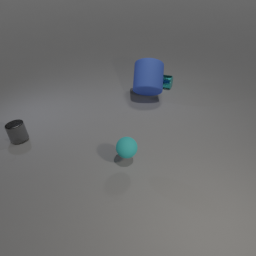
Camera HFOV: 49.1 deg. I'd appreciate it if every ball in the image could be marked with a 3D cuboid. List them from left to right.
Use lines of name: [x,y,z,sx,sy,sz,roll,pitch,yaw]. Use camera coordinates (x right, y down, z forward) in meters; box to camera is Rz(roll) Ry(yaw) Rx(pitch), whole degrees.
ball: [-0.043,0.630,9.034,0.700,0.700,0.700,0,32,0]

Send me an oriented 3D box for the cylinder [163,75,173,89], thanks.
cylinder: [1.984,-2.478,14.936,0.700,0.700,0.700,12,34,18]

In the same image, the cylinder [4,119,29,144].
cylinder: [-4.235,0.137,10.676,0.700,0.700,0.700,-7,30,4]

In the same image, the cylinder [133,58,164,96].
cylinder: [0.970,-2.394,13.279,1.400,1.400,1.400,4,-10,1]
